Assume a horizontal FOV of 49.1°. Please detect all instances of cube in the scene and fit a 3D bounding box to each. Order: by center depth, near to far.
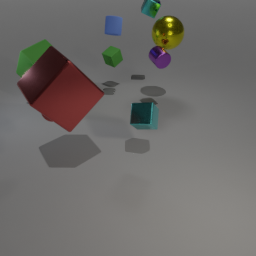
[{"bbox_3d":[-1.773,-1.027,7.362,1.400,1.400,1.400,-48,44,1],"label":"cube"},{"bbox_3d":[0.525,-0.364,8.775,0.700,0.700,0.700,0,-14,22],"label":"cube"},{"bbox_3d":[-3.653,-2.601,11.903,1.400,1.400,1.400,43,51,0],"label":"cube"},{"bbox_3d":[1.071,-5.721,13.196,0.700,0.700,0.700,19,37,-15],"label":"cube"},{"bbox_3d":[-0.790,-3.659,14.357,0.700,0.700,0.700,29,65,33],"label":"cube"}]

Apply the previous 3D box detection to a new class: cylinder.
[{"bbox_3d":[1.295,-2.891,11.443,0.700,0.700,0.700,-11,44,-20],"label":"cylinder"},{"bbox_3d":[-0.604,-4.245,11.649,0.700,0.700,0.700,6,13,-1],"label":"cylinder"}]

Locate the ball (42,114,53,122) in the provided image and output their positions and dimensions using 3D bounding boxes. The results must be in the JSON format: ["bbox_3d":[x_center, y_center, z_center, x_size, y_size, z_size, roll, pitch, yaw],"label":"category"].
[{"bbox_3d":[-2.359,-0.544,8.744,0.700,0.700,0.700,0,29,0],"label":"ball"}]

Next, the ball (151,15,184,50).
[{"bbox_3d":[1.708,-4.070,12.000,1.400,1.400,1.400,0,29,0],"label":"ball"}]
